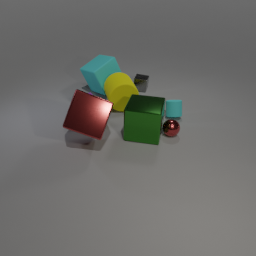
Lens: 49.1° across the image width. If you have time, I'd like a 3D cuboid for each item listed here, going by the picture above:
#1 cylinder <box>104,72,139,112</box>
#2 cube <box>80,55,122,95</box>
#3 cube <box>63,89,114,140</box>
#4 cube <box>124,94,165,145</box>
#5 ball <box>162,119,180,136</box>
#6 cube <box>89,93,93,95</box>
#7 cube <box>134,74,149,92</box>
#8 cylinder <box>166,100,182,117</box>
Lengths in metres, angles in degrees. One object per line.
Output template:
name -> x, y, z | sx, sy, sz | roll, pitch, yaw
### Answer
cylinder -> -0.326, -1.696, 13.088 | 1.400, 1.400, 1.400 | -7, 34, -11
cube -> -1.296, -2.717, 14.247 | 1.400, 1.400, 1.400 | -42, 38, -20
cube -> -1.502, -0.469, 10.275 | 1.400, 1.400, 1.400 | 20, -3, -13
cube -> 0.655, -0.362, 11.034 | 1.400, 1.400, 1.400 | 7, 33, 10
ball -> 1.726, -0.011, 11.166 | 0.700, 0.700, 0.700 | 0, 32, 0
cube -> -1.868, -1.119, 12.900 | 0.700, 0.700, 0.700 | -20, 38, -24
cube -> 0.700, -2.401, 14.946 | 0.700, 0.700, 0.700 | 11, 33, 9
cylinder -> 2.025, -0.865, 12.335 | 0.700, 0.700, 0.700 | -2, 10, 0
